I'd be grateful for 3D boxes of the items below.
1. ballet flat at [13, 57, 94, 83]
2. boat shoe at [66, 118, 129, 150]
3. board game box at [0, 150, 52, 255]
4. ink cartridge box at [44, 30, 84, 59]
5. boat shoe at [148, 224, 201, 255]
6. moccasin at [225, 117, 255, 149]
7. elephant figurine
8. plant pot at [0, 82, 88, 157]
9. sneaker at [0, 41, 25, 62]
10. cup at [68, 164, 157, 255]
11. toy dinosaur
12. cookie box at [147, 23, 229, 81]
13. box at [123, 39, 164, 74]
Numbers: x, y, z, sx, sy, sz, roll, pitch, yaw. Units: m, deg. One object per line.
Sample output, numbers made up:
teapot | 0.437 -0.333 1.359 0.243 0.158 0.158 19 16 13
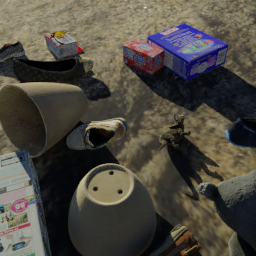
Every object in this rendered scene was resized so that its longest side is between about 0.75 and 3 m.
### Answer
ballet flat | -2.770 -2.294 10.514 2.991 0.850 0.994 -9 44 -10
boat shoe | -0.945 0.198 7.402 1.933 0.722 0.661 -19 8 28
board game box | -2.912 1.996 5.855 2.170 0.945 2.941 -15 44 -15
ink cartridge box | -2.784 -3.710 12.239 1.210 0.578 1.379 -25 48 -26
boat shoe | 0.716 2.665 5.311 0.703 0.720 1.903 35 54 28
moccasin | 3.933 0.152 7.719 2.387 0.814 0.961 -1 45 -17
elephant figurine | 2.825 2.130 5.348 1.958 1.786 2.524 -24 58 16
plant pot | -2.202 -0.487 8.043 1.988 1.988 2.123 26 32 25
sneaker | -5.129 -3.181 11.642 1.595 0.632 0.589 -28 51 -25
cup | -0.366 1.587 5.924 1.998 1.429 1.998 -1 43 1
toy dinosaur | 1.282 0.290 8.068 0.804 0.605 1.572 23 52 38
cookie box | 2.340 -3.157 11.335 2.117 0.930 2.475 -27 50 -22
box | 0.595 -2.859 11.178 1.554 0.775 0.742 30 51 29
